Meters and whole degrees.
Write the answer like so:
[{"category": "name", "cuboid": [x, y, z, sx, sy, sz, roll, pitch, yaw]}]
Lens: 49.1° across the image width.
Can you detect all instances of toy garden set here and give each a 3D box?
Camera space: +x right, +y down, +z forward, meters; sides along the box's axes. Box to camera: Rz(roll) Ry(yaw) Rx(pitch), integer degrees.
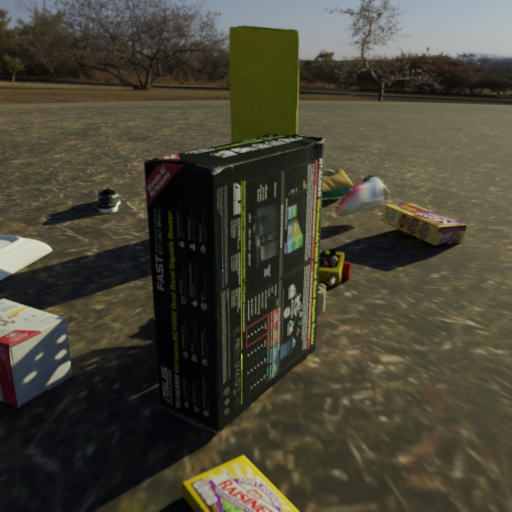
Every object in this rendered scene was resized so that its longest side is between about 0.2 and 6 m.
[{"category": "toy garden set", "cuboid": [0.256, 0.348, 8.664, 2.178, 0.521, 2.612, 5, 20, 15]}]

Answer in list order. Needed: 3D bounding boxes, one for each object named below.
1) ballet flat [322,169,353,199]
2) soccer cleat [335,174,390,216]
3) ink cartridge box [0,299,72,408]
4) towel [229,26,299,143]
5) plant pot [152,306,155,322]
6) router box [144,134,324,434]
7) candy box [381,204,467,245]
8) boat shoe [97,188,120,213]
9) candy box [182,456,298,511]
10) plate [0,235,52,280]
[{"category": "ballet flat", "cuboid": [1.425, -1.726, 13.979, 2.430, 0.766, 0.834, -16, -8, -42]}, {"category": "soccer cleat", "cuboid": [2.433, -1.251, 12.458, 0.749, 0.606, 1.736, 42, 47, 9]}, {"category": "ink cartridge box", "cuboid": [-2.765, 1.058, 6.296, 1.071, 0.775, 0.778, 10, 22, 27]}, {"category": "towel", "cuboid": [0.203, -2.572, 11.600, 1.735, 4.031, 0.364, 20, 35, 35]}, {"category": "plant pot", "cuboid": [-0.810, 0.644, 7.054, 0.978, 0.983, 0.892, -1, 45, -2]}, {"category": "router box", "cuboid": [-0.129, 0.155, 5.964, 0.838, 2.697, 2.021, 14, 23, 32]}, {"category": "candy box", "cuboid": [3.389, -0.664, 11.420, 0.865, 0.419, 1.483, -5, 22, -33]}, {"category": "boat shoe", "cuboid": [-3.645, -1.451, 13.839, 0.567, 0.452, 1.500, -6, 21, -17]}, {"category": "candy box", "cuboid": [-0.019, 2.066, 4.375, 0.636, 0.164, 1.243, -11, 22, -34]}, {"category": "plate", "cuboid": [-5.261, 0.033, 9.776, 2.408, 0.389, 2.403, 4, 19, 12]}]
